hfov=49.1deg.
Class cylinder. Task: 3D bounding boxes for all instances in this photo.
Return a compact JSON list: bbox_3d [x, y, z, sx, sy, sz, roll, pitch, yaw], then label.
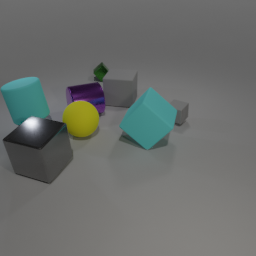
[{"bbox_3d":[-1.873,-1.221,12.286,1.400,1.400,1.400,-13,33,-21],"label":"cylinder"},{"bbox_3d":[-3.813,-1.022,10.484,1.400,1.400,1.400,-9,27,5],"label":"cylinder"}]

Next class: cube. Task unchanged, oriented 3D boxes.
[{"bbox_3d":[-1.504,-3.225,16.106,0.700,0.700,0.700,-38,28,14],"label":"cube"},{"bbox_3d":[0.770,-0.352,10.286,1.400,1.400,1.400,40,33,-9],"label":"cube"},{"bbox_3d":[2.075,-0.684,11.761,0.700,0.700,0.700,19,42,31],"label":"cube"},{"bbox_3d":[-2.796,0.646,8.917,1.400,1.400,1.400,11,37,19],"label":"cube"},{"bbox_3d":[-0.343,-1.942,13.519,1.400,1.400,1.400,6,31,10],"label":"cube"}]

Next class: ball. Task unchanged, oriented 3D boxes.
[{"bbox_3d":[-1.817,-0.349,10.798,1.400,1.400,1.400,0,31,0],"label":"ball"}]
